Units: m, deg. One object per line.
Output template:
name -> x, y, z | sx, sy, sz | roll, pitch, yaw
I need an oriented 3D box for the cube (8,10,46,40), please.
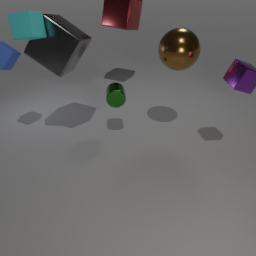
cube -> -2.891, -2.942, 8.088 | 0.700, 0.700, 0.700 | -3, 15, 15

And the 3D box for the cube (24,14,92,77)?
cube -> -2.266, -2.737, 9.238 | 1.400, 1.400, 1.400 | 34, 21, -6

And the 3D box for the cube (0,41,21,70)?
cube -> -4.122, -2.391, 9.229 | 0.700, 0.700, 0.700 | 34, 9, -6

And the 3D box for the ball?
ball -> 1.730, -2.648, 9.470 | 1.400, 1.400, 1.400 | 0, 31, 0

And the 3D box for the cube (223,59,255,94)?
cube -> 3.443, -1.541, 8.390 | 0.700, 0.700, 0.700 | 11, 34, -25

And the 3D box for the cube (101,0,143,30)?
cube -> -0.279, -5.546, 13.462 | 1.400, 1.400, 1.400 | 18, 24, 20

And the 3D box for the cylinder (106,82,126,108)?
cylinder -> -0.445, -1.201, 10.193 | 0.700, 0.700, 0.700 | -2, 33, -3
